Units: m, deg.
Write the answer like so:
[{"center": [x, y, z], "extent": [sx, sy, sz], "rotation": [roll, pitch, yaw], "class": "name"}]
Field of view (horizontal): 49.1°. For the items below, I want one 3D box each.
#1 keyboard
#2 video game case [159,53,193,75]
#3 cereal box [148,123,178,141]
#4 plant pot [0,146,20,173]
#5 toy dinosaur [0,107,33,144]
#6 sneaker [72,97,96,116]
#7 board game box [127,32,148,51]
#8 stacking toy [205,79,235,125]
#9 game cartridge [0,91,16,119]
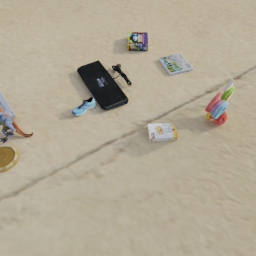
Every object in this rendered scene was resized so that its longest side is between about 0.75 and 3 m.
[{"center": [-0.794, -1.897, 11.495], "extent": [1.836, 0.298, 2.889], "rotation": [-23, 53, -16], "class": "keyboard"}, {"center": [2.110, -2.840, 12.409], "extent": [1.119, 0.135, 1.228], "rotation": [-15, 51, -13], "class": "video game case"}, {"center": [1.195, 0.133, 9.760], "extent": [0.965, 0.191, 0.694], "rotation": [-3, 49, -3], "class": "cereal box"}, {"center": [-4.070, 0.964, 9.071], "extent": [1.056, 0.145, 1.056], "rotation": [0, 48, 0], "class": "plant pot"}, {"center": [-4.331, -0.217, 9.769], "extent": [1.645, 0.864, 1.493], "rotation": [9, 45, -38], "class": "toy dinosaur"}, {"center": [-1.677, -0.854, 10.447], "extent": [1.025, 0.461, 0.402], "rotation": [-37, 58, -28], "class": "sneaker"}, {"center": [0.465, -4.152, 13.423], "extent": [0.985, 0.338, 1.191], "rotation": [0, 49, 2], "class": "board game box"}, {"center": [3.322, -0.796, 9.524], "extent": [0.665, 1.574, 1.425], "rotation": [43, 96, 19], "class": "stacking toy"}, {"center": [-5.062, -0.730, 10.444], "extent": [1.161, 0.357, 1.745], "rotation": [-26, 54, -26], "class": "game cartridge"}]
